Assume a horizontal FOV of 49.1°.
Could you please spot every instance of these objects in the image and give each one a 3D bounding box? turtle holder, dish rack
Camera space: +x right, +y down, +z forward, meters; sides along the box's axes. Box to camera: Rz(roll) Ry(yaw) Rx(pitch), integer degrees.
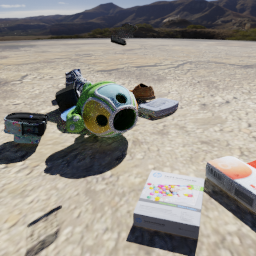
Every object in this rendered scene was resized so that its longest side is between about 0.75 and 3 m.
[{"bbox_3d":[-0.869,-0.683,10.378,2.776,2.109,1.971,15,12,-41],"label":"turtle holder"},{"bbox_3d":[-0.113,-3.145,9.402,0.679,0.241,0.885,1,-20,-43],"label":"dish rack"}]

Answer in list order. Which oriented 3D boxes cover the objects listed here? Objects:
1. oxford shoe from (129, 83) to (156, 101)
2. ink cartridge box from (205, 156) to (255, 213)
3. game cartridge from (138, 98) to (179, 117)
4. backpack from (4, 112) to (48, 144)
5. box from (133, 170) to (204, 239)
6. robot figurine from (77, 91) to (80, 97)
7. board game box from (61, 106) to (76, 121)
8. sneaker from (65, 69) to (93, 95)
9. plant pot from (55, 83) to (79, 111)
[{"bbox_3d":[0.637,-2.009,15.168,0.868,0.868,2.434,-20,17,-31],"label":"oxford shoe"},{"bbox_3d":[3.705,1.323,7.861,2.350,0.589,1.906,-14,27,-23],"label":"ink cartridge box"},{"bbox_3d":[1.548,-1.032,13.690,1.323,0.412,1.986,24,33,37],"label":"game cartridge"},{"bbox_3d":[-3.790,-0.058,10.342,1.470,1.107,1.305,9,16,-12],"label":"backpack"},{"bbox_3d":[1.089,1.795,6.975,1.486,0.393,1.906,7,23,16],"label":"box"},{"bbox_3d":[-3.040,-1.793,15.257,0.934,0.527,0.792,-1,-1,-3],"label":"robot figurine"},{"bbox_3d":[-1.696,-0.526,12.391,2.437,0.475,1.926,-7,24,3],"label":"board game box"},{"bbox_3d":[-2.496,-2.574,15.920,2.657,1.441,0.931,10,25,23],"label":"sneaker"},{"bbox_3d":[-2.962,-1.419,13.791,1.017,1.147,1.144,-15,24,-2],"label":"plant pot"}]
